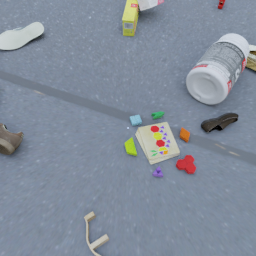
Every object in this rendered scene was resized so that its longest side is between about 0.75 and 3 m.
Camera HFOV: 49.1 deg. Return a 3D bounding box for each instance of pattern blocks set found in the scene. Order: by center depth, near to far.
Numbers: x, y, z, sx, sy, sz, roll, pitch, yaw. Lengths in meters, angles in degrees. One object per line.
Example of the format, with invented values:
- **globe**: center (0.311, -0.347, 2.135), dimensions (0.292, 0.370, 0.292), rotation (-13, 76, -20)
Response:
- **pattern blocks set**: center (0.919, 0.443, 8.517), dimensions (2.040, 0.188, 2.321), rotation (-5, 53, -4)

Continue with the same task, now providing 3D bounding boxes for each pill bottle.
- **pill bottle**: center (3.180, -2.100, 9.663), dimensions (1.428, 1.428, 2.508), rotation (29, 58, 20)

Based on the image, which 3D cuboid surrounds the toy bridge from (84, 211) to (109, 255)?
- **toy bridge**: center (-0.692, 2.771, 6.754), dimensions (0.498, 0.202, 1.483), rotation (-29, 58, -17)

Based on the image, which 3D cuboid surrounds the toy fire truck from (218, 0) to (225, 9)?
- **toy fire truck**: center (4.407, -5.963, 13.063), dimensions (0.233, 0.674, 0.956), rotation (20, 56, 13)

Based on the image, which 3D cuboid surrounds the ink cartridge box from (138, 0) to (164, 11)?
- **ink cartridge box**: center (0.857, -5.978, 12.022), dimensions (0.616, 1.488, 1.090), rotation (9, 37, 46)

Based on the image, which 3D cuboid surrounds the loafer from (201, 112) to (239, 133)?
- **loafer**: center (2.932, -0.109, 8.825), dimensions (1.235, 0.451, 0.441), rotation (-18, 58, -1)

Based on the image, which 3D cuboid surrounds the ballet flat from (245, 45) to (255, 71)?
- **ballet flat**: center (4.955, -2.474, 10.346), dimensions (2.541, 0.801, 0.872), rotation (27, 58, 19)

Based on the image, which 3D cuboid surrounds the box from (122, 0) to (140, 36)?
- **box**: center (0.147, -4.967, 12.243), dimensions (0.531, 0.798, 2.120), rotation (6, 52, 6)

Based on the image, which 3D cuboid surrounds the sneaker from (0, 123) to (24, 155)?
- **sneaker**: center (-4.076, 0.183, 8.437), dimensions (2.031, 0.715, 0.767), rotation (21, 47, 15)

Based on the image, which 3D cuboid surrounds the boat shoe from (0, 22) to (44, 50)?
- **boat shoe**: center (-4.439, -3.751, 11.547), dimensions (2.023, 0.737, 0.625), rotation (-30, 20, -14)
